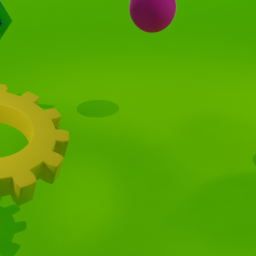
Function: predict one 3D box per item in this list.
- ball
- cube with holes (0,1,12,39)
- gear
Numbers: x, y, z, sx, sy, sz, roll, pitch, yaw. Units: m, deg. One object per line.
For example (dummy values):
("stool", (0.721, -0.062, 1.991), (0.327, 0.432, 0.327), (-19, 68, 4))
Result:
("ball", (0.622, -3.028, 7.080), (1.184, 1.184, 1.184), (0, 32, 0))
("cube with holes", (-1.319, -0.700, 1.629), (0.738, 0.738, 0.738), (24, 76, 5))
("gear", (-1.739, 0.127, 3.546), (1.899, 0.351, 1.899), (15, 38, -12))
